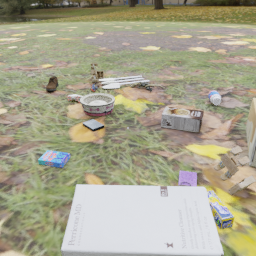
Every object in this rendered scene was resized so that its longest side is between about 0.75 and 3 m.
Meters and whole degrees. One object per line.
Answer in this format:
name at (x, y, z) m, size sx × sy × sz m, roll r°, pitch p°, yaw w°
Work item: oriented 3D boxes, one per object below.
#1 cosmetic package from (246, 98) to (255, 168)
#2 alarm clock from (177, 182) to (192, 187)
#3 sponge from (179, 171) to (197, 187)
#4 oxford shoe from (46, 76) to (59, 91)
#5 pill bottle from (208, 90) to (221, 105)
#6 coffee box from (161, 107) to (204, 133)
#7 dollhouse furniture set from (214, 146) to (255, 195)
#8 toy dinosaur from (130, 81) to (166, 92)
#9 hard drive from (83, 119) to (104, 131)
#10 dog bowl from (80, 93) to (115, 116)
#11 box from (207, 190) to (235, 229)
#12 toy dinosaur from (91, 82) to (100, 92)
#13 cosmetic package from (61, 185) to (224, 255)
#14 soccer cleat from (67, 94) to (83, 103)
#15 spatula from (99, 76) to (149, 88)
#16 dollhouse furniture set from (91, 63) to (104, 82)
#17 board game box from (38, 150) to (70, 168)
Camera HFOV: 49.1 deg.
cosmetic package at (4.688, 0.100, 9.527) m, size 0.978 × 1.447 × 2.751 m, roll 9°, pitch 26°, yaw 16°
alarm clock at (1.474, 1.793, 7.259) m, size 0.957 × 0.472 × 1.418 m, roll 5°, pitch 24°, yaw 11°
sponge at (1.712, 1.559, 8.044) m, size 0.507 × 0.136 × 0.909 m, roll 5°, pitch 27°, yaw 11°
oxford shoe at (-4.230, -2.471, 15.498) m, size 0.583 × 0.677 × 1.604 m, roll -1°, pitch 28°, yaw -5°
pill bottle at (4.227, -1.447, 13.607) m, size 0.521 × 0.521 × 0.929 m, roll 2°, pitch 25°, yaw 4°
coffee box at (2.203, -0.357, 11.315) m, size 1.559 × 0.622 × 0.881 m, roll 8°, pitch 28°, yaw 16°
dollhouse furniture set at (2.929, 1.236, 7.856) m, size 0.677 × 0.956 × 1.041 m, roll -15°, pitch 60°, yaw -30°
toy dinosaur at (1.043, -2.305, 15.445) m, size 1.989 × 0.472 × 0.876 m, roll 9°, pitch 21°, yaw 11°
hard drive at (-1.405, -0.111, 11.381) m, size 0.548 × 0.129 × 0.786 m, roll -21°, pitch 34°, yaw -36°
dog bowl at (-1.367, -1.051, 12.749) m, size 1.593 × 0.587 × 1.593 m, roll 0°, pitch 27°, yaw 0°
box at (2.196, 2.004, 6.945) m, size 0.352 × 0.323 × 1.004 m, roll -7°, pitch 28°, yaw -13°
toy dinosaur at (-1.876, -2.191, 15.490) m, size 0.898 × 0.471 × 0.815 m, roll -22°, pitch 18°, yaw 42°
cosmetic package at (0.236, 2.082, 5.650) m, size 2.804 × 1.138 × 1.582 m, roll 1°, pitch 37°, yaw -1°
soccer cleat at (-2.503, -1.494, 13.891) m, size 1.107 × 0.384 × 0.429 m, roll 10°, pitch 26°, yaw 26°
spatula at (-0.259, -2.740, 16.588) m, size 2.811 × 0.226 × 1.954 m, roll -8°, pitch 22°, yaw -15°
dollhouse furniture set at (-1.809, -3.278, 16.788) m, size 0.752 × 0.992 × 1.132 m, roll -4°, pitch 0°, yaw -4°
board game box at (-2.389, 0.998, 9.100) m, size 0.825 × 0.186 × 0.627 m, roll 6°, pitch 27°, yaw 12°
